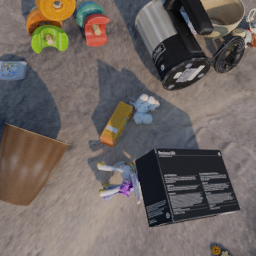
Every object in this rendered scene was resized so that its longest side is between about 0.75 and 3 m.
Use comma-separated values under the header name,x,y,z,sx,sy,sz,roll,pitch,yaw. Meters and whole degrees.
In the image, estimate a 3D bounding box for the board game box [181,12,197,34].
name,x,y,z,sx,sy,sz,roll,pitch,yaw
board game box,2.396,-4.199,11.202,0.859,0.177,0.861,14,68,6

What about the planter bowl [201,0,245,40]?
name,x,y,z,sx,sy,sz,roll,pitch,yaw
planter bowl,3.363,-4.141,10.648,1.726,1.161,1.726,0,68,0

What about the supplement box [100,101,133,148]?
name,x,y,z,sx,sy,sz,roll,pitch,yaw
supplement box,-0.368,-0.130,9.340,0.514,0.497,1.493,23,70,9

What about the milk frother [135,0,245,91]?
name,x,y,z,sx,sy,sz,roll,pitch,yaw
milk frother,2.227,-3.118,9.961,2.965,2.676,2.789,1,60,-44

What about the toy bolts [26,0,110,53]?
name,x,y,z,sx,sy,sz,roll,pitch,yaw
toy bolts,-2.188,-4.342,10.159,2.909,2.779,2.018,-9,59,-23

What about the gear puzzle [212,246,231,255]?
name,x,y,z,sx,sy,sz,roll,pitch,yaw
gear puzzle,2.740,3.805,7.916,0.526,0.133,1.016,-37,69,-12

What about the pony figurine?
name,x,y,z,sx,sy,sz,roll,pitch,yaw
pony figurine,0.043,1.569,8.303,1.791,1.491,1.728,-14,59,11

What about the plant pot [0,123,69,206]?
name,x,y,z,sx,sy,sz,roll,pitch,yaw
plant pot,-2.998,1.134,8.244,1.933,1.933,2.068,18,84,7

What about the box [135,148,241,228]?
name,x,y,z,sx,sy,sz,roll,pitch,yaw
box,1.652,1.571,7.696,2.606,1.028,1.839,5,64,-34

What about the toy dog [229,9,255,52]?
name,x,y,z,sx,sy,sz,roll,pitch,yaw
toy dog,4.602,-3.433,10.458,0.881,1.207,1.830,35,80,36

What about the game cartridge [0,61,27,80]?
name,x,y,z,sx,sy,sz,roll,pitch,yaw
game cartridge,-4.338,-2.110,10.328,1.106,0.230,0.737,0,63,0

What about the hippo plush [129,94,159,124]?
name,x,y,z,sx,sy,sz,roll,pitch,yaw
hippo plush,0.484,-0.590,9.346,1.054,0.840,0.848,10,67,4
